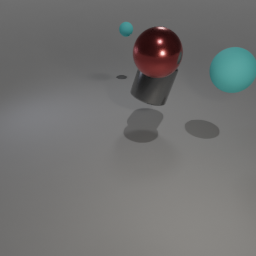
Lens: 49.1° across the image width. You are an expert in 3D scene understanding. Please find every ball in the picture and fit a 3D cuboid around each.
[{"bbox_3d":[-0.093,-4.933,14.004,0.700,0.700,0.700,0,30,0],"label":"ball"},{"bbox_3d":[0.830,-2.104,7.853,1.400,1.400,1.400,0,30,0],"label":"ball"},{"bbox_3d":[3.276,-1.801,8.759,1.400,1.400,1.400,0,30,0],"label":"ball"}]

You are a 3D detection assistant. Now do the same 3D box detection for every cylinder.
[{"bbox_3d":[0.948,-1.725,10.282,1.400,1.400,1.400,16,24,-7],"label":"cylinder"}]
